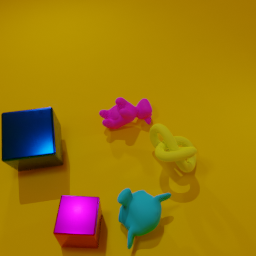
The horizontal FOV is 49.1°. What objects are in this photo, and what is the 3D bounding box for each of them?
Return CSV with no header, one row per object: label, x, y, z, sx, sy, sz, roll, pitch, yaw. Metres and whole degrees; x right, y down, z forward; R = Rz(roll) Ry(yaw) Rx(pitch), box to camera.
cube,-2.305,0.306,6.887,1.182,1.182,1.182,-7,71,-6
monkey head,0.234,1.756,5.958,0.874,1.043,1.450,31,70,34
cow figurine,0.009,-0.374,7.978,1.342,1.320,0.737,-32,62,21
cube,-1.020,1.989,5.923,0.824,0.824,0.824,2,50,2
knot shape,1.065,0.452,6.961,1.390,1.486,0.687,39,100,27
